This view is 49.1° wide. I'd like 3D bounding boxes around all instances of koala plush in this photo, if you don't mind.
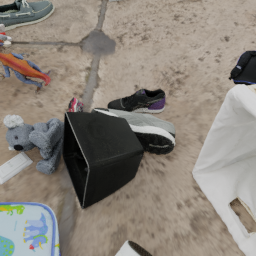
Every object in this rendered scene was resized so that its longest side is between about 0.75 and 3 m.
[{"bbox_3d":[-2.429,0.274,7.163,1.455,1.290,1.337,7,38,6],"label":"koala plush"}]

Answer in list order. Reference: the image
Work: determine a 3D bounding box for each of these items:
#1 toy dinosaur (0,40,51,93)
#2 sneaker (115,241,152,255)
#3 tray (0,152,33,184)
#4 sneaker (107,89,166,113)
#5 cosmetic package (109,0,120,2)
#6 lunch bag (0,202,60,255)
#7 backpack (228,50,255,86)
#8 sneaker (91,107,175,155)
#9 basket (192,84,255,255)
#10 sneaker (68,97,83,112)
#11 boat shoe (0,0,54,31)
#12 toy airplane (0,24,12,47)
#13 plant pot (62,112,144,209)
[{"bbox_3d":[-3.407,-2.101,8.719,2.179,1.977,1.144,-5,54,56],"label":"toy dinosaur"},{"bbox_3d":[0.706,3.283,4.953,2.619,0.954,1.109,34,84,21],"label":"sneaker"},{"bbox_3d":[-2.985,0.990,7.214,0.499,0.103,0.930,36,59,27],"label":"tray"},{"bbox_3d":[0.245,-0.871,8.329,1.757,0.769,0.665,-6,50,-5],"label":"sneaker"},{"bbox_3d":[-0.459,-6.773,12.882,1.125,1.353,1.132,-13,51,-11],"label":"cosmetic package"},{"bbox_3d":[-2.300,2.763,4.895,2.253,1.156,2.803,1,49,-14],"label":"lunch bag"},{"bbox_3d":[3.268,-1.531,7.320,0.978,0.753,0.931,17,89,29],"label":"backpack"},{"bbox_3d":[0.132,-0.036,7.661,2.437,0.901,0.966,18,43,7],"label":"sneaker"},{"bbox_3d":[3.257,0.930,5.496,2.399,2.983,2.957,-15,52,-20],"label":"basket"},{"bbox_3d":[-1.504,-0.472,8.168,0.396,0.428,1.062,28,39,-28],"label":"sneaker"},{"bbox_3d":[-4.401,-4.866,11.592,2.866,0.885,1.044,-30,56,-23],"label":"boat shoe"},{"bbox_3d":[-5.130,-3.337,10.089,1.764,1.245,1.757,-11,50,-9],"label":"toy airplane"},{"bbox_3d":[-0.592,0.638,6.639,1.478,1.666,1.662,-10,49,-25],"label":"plant pot"}]
